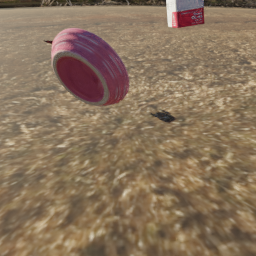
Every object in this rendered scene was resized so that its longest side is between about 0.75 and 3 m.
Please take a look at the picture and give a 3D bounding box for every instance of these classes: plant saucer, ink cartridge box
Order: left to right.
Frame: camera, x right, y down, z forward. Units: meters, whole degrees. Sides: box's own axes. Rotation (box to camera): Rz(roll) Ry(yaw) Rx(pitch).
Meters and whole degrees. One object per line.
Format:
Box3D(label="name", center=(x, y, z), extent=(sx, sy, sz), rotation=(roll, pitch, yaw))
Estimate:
Box3D(label="plant saucer", center=(-0.641, -0.822, 4.269), extent=(1.368, 1.368, 0.347), rotation=(17, 54, 28))
Box3D(label="ink cartridge box", center=(1.337, -3.350, 6.803), extent=(0.717, 1.674, 1.235), rotation=(-7, 23, 1))

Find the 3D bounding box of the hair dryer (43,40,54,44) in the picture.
Box3D(label="hair dryer", center=(-3.009, -3.404, 11.344), extent=(0.690, 0.246, 0.906), rotation=(-14, 31, -21))
